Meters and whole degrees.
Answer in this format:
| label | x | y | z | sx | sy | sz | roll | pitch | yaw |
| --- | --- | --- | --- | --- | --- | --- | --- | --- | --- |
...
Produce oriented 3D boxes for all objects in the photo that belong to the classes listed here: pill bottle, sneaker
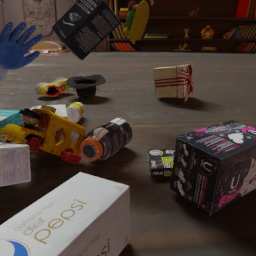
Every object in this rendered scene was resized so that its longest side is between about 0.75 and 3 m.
| label | x | y | z | sx | sy | sz | roll | pitch | yaw |
| --- | --- | --- | --- | --- | --- | --- | --- | --- | --- |
| pill bottle | -0.572 | 0.318 | 7.256 | 0.828 | 0.828 | 1.559 | 9 | 21 | 25 |
| pill bottle | -1.949 | -0.591 | 10.287 | 0.605 | 0.605 | 1.058 | 1 | 19 | 2 |
| sneaker | -3.610 | -1.983 | 14.311 | 0.938 | 0.811 | 2.076 | 24 | 36 | 37 |

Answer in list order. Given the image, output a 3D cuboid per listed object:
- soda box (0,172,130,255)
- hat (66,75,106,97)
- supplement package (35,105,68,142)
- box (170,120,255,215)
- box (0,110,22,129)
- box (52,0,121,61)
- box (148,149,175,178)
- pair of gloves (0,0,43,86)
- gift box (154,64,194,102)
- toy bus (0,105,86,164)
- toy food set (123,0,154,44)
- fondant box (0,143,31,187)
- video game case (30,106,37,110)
| label | x | y | z | sx | sy | sz | roll | pitch | yaw |
| --- | --- | --- | --- | --- | --- | --- | --- | --- | --- |
| soda box | -1.061 | 1.616 | 3.156 | 0.938 | 1.004 | 2.948 | 10 | 21 | 27 |
| hat | -2.076 | -2.025 | 14.164 | 2.176 | 0.878 | 2.176 | -3 | 26 | 2 |
| supplement package | -2.248 | -0.097 | 8.360 | 0.898 | 0.909 | 1.500 | -5 | 19 | -14 |
| box | 1.886 | 0.695 | 5.545 | 1.840 | 1.216 | 1.056 | -13 | 27 | -34 |
| box | -4.303 | -0.056 | 8.839 | 0.873 | 0.522 | 2.123 | 3 | 19 | 9 |
| box | -1.256 | -3.027 | 8.249 | 0.863 | 1.654 | 1.224 | 40 | 11 | -48 |
| box | 0.940 | 0.822 | 6.682 | 0.883 | 0.244 | 1.103 | 0 | 19 | 1 |
| pair of gloves | -4.012 | -2.554 | 8.105 | 0.333 | 2.348 | 2.921 | 48 | 7 | 36 |
| gift box | 2.279 | -2.181 | 13.516 | 1.695 | 1.675 | 1.815 | 2 | 20 | 29 |
| toy bus | -1.985 | 0.034 | 6.562 | 2.015 | 1.103 | 2.136 | 19 | -11 | -11 |
| toy food set | 0.275 | -4.132 | 10.430 | 0.620 | 1.899 | 1.117 | 22 | 6 | 21 |
| fondant box | -3.292 | 0.716 | 5.055 | 2.485 | 0.724 | 1.793 | -5 | 2 | -40 |
| video game case | -3.346 | -0.680 | 11.266 | 1.271 | 0.140 | 1.159 | 0 | 19 | -1 |
